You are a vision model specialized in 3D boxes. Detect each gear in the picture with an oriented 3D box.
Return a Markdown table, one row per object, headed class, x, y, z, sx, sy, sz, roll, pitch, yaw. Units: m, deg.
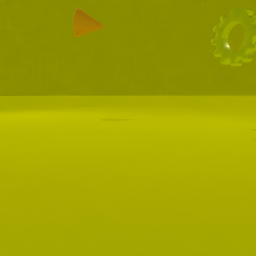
| class | x | y | z | sx | sy | sz | roll | pitch | yaw |
| --- | --- | --- | --- | --- | --- | --- | --- | --- | --- |
| gear | 2.851 | -2.374 | 7.371 | 0.265 | 1.434 | 1.434 | -8 | 10 | -31 |

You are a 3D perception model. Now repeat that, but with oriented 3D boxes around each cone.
| class | x | y | z | sx | sy | sz | roll | pitch | yaw |
| --- | --- | --- | --- | --- | --- | --- | --- | --- | --- |
| cone | -1.449 | -4.054 | 11.006 | 1.109 | 1.105 | 1.105 | 10 | 8 | 3 |
